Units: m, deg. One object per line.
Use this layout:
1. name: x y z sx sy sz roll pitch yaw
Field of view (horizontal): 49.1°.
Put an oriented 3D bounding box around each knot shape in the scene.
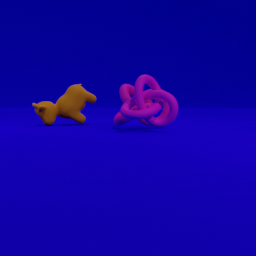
1. knot shape: 0.548 -0.512 6.264 1.182 1.263 0.584 32 -21 9
2. knot shape: 0.286 -0.657 7.505 1.580 0.730 1.479 -13 44 -10

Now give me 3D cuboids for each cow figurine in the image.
1. cow figurine: -1.980 -0.732 8.600 1.593 1.619 0.888 29 -2 -22
